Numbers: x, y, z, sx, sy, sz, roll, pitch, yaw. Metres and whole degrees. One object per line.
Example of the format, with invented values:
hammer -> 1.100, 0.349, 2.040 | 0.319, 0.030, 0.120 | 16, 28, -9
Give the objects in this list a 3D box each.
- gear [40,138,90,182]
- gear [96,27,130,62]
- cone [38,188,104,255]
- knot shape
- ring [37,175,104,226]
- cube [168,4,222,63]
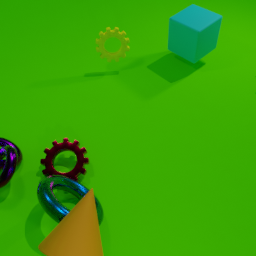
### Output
gear -> -1.543, 0.827, 6.884 | 1.152, 0.213, 1.152 | 0, 69, 0
gear -> -0.497, -2.705, 9.135 | 1.103, 1.103, 0.204 | -6, 36, -5
cone -> -0.790, 1.605, 4.839 | 1.149, 1.149, 1.153 | 13, 76, 11
knot shape -> -3.337, 0.856, 6.675 | 1.496, 0.739, 1.599 | -18, 29, -15
ring -> -1.184, 1.547, 5.881 | 1.544, 1.544, 0.309 | 41, 102, 30
cube -> 2.204, -3.172, 9.420 | 1.223, 1.223, 1.223 | -37, 57, -23
